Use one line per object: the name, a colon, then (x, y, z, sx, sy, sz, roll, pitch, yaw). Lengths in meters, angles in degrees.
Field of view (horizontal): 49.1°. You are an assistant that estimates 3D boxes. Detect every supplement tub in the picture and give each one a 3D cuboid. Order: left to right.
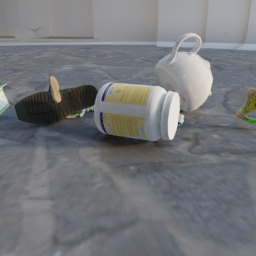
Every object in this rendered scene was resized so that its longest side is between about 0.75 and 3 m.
supplement tub: (0.281, -0.461, 8.003, 2.125, 1.545, 1.545, 8, 22, 20)

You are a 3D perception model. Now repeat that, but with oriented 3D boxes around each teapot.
teapot: (2.247, -1.934, 10.290, 1.760, 2.378, 2.410, -37, 1, -3)

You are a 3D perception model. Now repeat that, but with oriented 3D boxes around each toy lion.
toy lion: (4.153, -0.672, 8.758, 1.149, 1.199, 0.411, 27, 20, 15)

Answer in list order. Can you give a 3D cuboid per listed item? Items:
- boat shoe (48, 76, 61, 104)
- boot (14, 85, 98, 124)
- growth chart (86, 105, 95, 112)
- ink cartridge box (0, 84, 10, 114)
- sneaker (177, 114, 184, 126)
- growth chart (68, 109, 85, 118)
boat shoe: (-2.107, -1.060, 7.865, 0.273, 0.841, 0.303, -27, -20, 25)
boot: (-2.717, -0.838, 10.108, 2.854, 1.105, 1.974, -14, 12, -31)
growth chart: (-0.629, -0.935, 11.007, 1.853, 0.164, 1.341, -2, 25, 5)
ink cartridge box: (-4.845, -0.727, 9.375, 1.262, 0.721, 2.430, -18, 23, 0)
sneaker: (1.574, -0.194, 8.777, 0.277, 0.307, 0.750, 23, -12, 16)
growth chart: (-2.361, -0.545, 10.229, 1.629, 0.144, 1.178, -4, 20, -10)
